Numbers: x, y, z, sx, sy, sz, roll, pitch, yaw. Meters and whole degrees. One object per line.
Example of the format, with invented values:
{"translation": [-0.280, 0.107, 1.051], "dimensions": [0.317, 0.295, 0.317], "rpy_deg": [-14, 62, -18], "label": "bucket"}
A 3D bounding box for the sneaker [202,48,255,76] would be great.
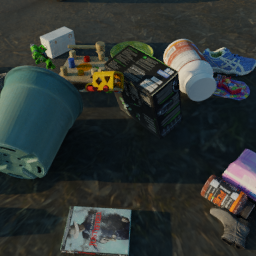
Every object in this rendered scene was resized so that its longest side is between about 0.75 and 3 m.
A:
{"translation": [4.532, -2.999, 12.605], "dimensions": [2.621, 1.009, 0.992], "rpy_deg": [0, 43, -2], "label": "sneaker"}

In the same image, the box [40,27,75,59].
{"translation": [-3.453, -4.259, 13.914], "dimensions": [0.732, 0.934, 1.502], "rpy_deg": [33, 54, 29], "label": "box"}

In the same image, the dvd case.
{"translation": [-0.801, 2.715, 7.441], "dimensions": [1.720, 0.189, 1.256], "rpy_deg": [3, 45, 4], "label": "dvd case"}

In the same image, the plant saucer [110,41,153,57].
{"translation": [0.190, -3.573, 13.652], "dimensions": [2.078, 0.323, 2.078], "rpy_deg": [0, 46, 0], "label": "plant saucer"}

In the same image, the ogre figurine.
{"translation": [-2.954, -2.470, 9.632], "dimensions": [1.143, 0.561, 0.685], "rpy_deg": [-1, 53, -57], "label": "ogre figurine"}

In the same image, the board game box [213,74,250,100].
{"translation": [4.312, -1.815, 11.890], "dimensions": [1.730, 0.337, 1.367], "rpy_deg": [14, 46, 14], "label": "board game box"}

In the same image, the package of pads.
{"translation": [3.972, 1.576, 7.964], "dimensions": [2.204, 0.834, 1.328], "rpy_deg": [34, 38, 27], "label": "package of pads"}

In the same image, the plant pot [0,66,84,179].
{"translation": [-3.046, -0.037, 8.667], "dimensions": [2.699, 2.699, 2.643], "rpy_deg": [8, 53, 8], "label": "plant pot"}

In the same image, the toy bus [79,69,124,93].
{"translation": [-0.777, -1.439, 8.566], "dimensions": [1.328, 0.686, 1.253], "rpy_deg": [1, 5, -15], "label": "toy bus"}

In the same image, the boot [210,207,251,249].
{"translation": [2.615, 2.624, 7.413], "dimensions": [1.139, 0.398, 0.750], "rpy_deg": [22, 54, 27], "label": "boot"}

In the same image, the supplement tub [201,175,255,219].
{"translation": [2.793, 1.944, 7.842], "dimensions": [1.349, 0.721, 0.721], "rpy_deg": [31, 53, 28], "label": "supplement tub"}

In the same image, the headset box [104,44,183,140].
{"translation": [0.621, -1.136, 9.689], "dimensions": [1.218, 2.627, 2.287], "rpy_deg": [-41, 55, -15], "label": "headset box"}

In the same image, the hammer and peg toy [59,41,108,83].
{"translation": [-1.908, -2.859, 12.534], "dimensions": [1.943, 0.931, 2.642], "rpy_deg": [4, 45, 6], "label": "hammer and peg toy"}

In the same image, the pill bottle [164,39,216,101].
{"translation": [2.573, -2.400, 11.642], "dimensions": [1.522, 1.522, 2.714], "rpy_deg": [-9, 46, -9], "label": "pill bottle"}

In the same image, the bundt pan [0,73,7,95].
{"translation": [-5.407, -1.581, 11.206], "dimensions": [1.546, 0.580, 1.546], "rpy_deg": [-19, 27, 10], "label": "bundt pan"}
